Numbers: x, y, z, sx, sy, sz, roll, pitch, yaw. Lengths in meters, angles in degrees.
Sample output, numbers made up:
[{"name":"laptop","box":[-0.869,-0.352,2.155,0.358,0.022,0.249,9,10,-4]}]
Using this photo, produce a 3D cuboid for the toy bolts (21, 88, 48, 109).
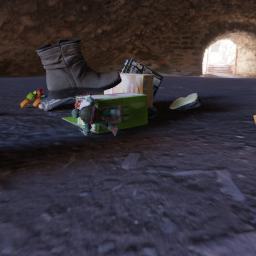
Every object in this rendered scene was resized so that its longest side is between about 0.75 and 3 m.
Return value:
[{"name":"toy bolts","box":[-4.557,-1.282,14.162,1.275,0.926,1.335,-38,8,25]}]

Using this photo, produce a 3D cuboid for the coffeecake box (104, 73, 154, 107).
[{"name":"coffeecake box","box":[-0.002,-1.557,12.578,2.234,1.715,0.816,11,17,38]}]

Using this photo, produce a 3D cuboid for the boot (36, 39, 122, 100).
[{"name":"boot","box":[-1.559,-2.196,9.833,2.900,1.909,1.012,-18,24,-28]}]

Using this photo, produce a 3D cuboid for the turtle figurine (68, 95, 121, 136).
[{"name":"turtle figurine","box":[-1.084,-0.340,8.477,1.660,1.242,0.836,13,4,-9]}]

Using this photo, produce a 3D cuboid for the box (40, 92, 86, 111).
[{"name":"box","box":[-3.066,-1.605,13.894,1.808,0.585,2.293,-24,8,12]}]

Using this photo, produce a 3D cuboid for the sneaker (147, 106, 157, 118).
[{"name":"sneaker","box":[0.466,-0.682,11.409,1.436,0.564,0.640,0,10,0]}]

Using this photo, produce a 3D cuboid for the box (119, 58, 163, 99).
[{"name":"box","box":[0.531,-2.410,14.717,2.073,1.698,0.893,24,1,-24]}]

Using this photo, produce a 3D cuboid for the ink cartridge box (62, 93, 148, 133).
[{"name":"ink cartridge box","box":[-0.986,-0.733,10.434,2.139,1.096,2.894,-11,17,-35]}]

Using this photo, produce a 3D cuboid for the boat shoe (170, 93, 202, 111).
[{"name":"boat shoe","box":[2.566,-1.031,12.403,1.781,0.591,0.666,-21,32,56]}]

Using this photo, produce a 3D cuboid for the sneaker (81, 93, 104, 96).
[{"name":"sneaker","box":[-1.169,-1.304,13.706,2.317,0.915,1.105,-15,24,-24]}]

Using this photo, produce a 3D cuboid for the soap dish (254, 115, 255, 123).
[{"name":"soap dish","box":[4.623,0.209,6.167,2.298,1.187,2.921,-2,13,-8]}]
